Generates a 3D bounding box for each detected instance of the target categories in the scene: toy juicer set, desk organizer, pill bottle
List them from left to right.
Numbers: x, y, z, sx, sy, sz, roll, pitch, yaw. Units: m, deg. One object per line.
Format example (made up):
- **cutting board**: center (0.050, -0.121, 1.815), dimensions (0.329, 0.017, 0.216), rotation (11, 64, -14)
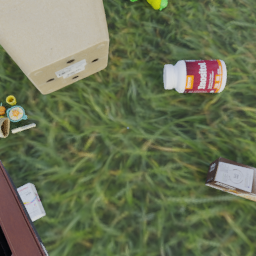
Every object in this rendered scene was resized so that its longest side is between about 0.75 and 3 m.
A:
- **desk organizer**: center (-1.998, 1.838, 4.597), dimensions (0.931, 0.867, 2.418), rotation (-27, 63, -22)
- **toy juicer set**: center (-3.070, -0.291, 7.443), dimensions (0.703, 0.301, 1.106), rotation (-38, 76, -12)
- **pill bottle**: center (1.756, -1.377, 7.518), dimensions (1.530, 0.864, 0.864), rotation (-1, 71, 1)

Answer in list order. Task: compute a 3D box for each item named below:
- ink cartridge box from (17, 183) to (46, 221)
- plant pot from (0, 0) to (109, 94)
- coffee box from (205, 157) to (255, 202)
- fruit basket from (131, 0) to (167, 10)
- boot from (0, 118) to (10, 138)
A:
- **ink cartridge box**: center (-2.436, 1.822, 6.695), dimensions (0.602, 0.352, 0.833), rotation (-27, 72, -8)
- **plant pot**: center (-1.925, -2.538, 7.046), dimensions (2.900, 2.903, 2.570), rotation (-26, 87, -9)
- **coffee box**: center (2.714, 1.264, 6.618), dimensions (1.504, 0.860, 0.600), rotation (18, 72, 5)
- **fruit basket**: center (0.732, -4.382, 8.497), dimensions (1.587, 1.145, 1.587), rotation (-4, 55, 5)
- **boot**: center (-3.575, 0.217, 7.147), dimensions (0.902, 0.422, 1.160), rotation (6, 65, 14)
